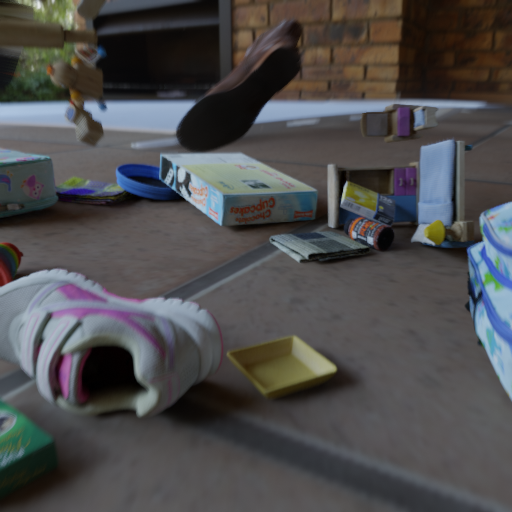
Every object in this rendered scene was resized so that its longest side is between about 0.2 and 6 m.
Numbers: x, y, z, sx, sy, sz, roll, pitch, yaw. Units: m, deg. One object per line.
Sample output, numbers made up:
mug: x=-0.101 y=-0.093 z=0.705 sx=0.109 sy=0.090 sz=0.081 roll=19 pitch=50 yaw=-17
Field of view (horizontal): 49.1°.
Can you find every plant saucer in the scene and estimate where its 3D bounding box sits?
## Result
plant saucer: x=0.224 y=1.046 z=5.175 sx=0.775 sy=0.188 sz=0.775 roll=-10 pitch=22 yaw=-26

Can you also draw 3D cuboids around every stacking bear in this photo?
stacking bear: x=-3.404 y=0.122 z=7.339 sx=0.674 sy=0.631 sz=1.110 roll=-2 pitch=14 yaw=-7

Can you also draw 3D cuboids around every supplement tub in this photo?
supplement tub: x=1.782 y=-0.368 z=8.974 sx=0.429 sy=0.429 sz=0.802 roll=-13 pitch=23 yaw=-33

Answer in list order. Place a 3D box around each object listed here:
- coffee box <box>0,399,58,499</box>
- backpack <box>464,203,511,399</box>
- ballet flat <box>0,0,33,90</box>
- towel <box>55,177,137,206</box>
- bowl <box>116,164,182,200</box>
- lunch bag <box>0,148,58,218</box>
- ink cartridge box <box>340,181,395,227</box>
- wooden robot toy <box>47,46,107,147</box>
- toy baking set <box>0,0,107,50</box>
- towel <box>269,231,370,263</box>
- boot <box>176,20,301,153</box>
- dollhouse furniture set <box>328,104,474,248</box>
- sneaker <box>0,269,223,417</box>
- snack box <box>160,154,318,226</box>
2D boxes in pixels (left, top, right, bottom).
coffee box: x=-2.043 y=1.379 z=4.094 sx=1.119 sy=0.246 sz=0.688 roll=14 pitch=24 yaw=38
backpack: x=2.891 y=0.340 z=4.799 sx=2.028 sy=1.629 sz=2.216 roll=-12 pitch=24 yaw=18
ballet flat: x=-3.356 y=-3.222 z=7.003 sx=0.959 sy=2.626 sz=0.959 roll=-2 pitch=51 yaw=2
towel: x=-3.643 y=-1.464 z=12.474 sx=2.214 sy=0.252 sz=1.590 roll=8 pitch=21 yaw=22
bowl: x=-2.302 y=-1.627 z=12.348 sx=1.576 sy=0.309 sz=1.576 roll=13 pitch=22 yaw=-6
lunch bag: x=-5.405 y=-1.448 z=11.033 sx=2.977 sy=1.148 sz=2.388 roll=17 pitch=23 yaw=41
ink cartridge box: x=1.878 y=-0.931 z=9.336 sx=0.893 sy=0.212 sz=0.904 roll=21 pitch=39 yaw=-1
wooden robot toy: x=-3.062 y=-2.779 z=9.240 sx=0.866 sy=1.965 sz=0.892 roll=-19 pitch=-21 yaw=40
toy baking set: x=-2.158 y=-2.878 z=5.601 sx=2.412 sy=1.851 sz=0.281 roll=-2 pitch=54 yaw=-25
towel: x=0.979 y=-0.141 z=8.755 sx=1.169 sy=0.210 sz=1.214 roll=-6 pitch=17 yaw=-25
boot: x=-0.221 y=-3.164 z=10.117 sx=2.581 sy=0.889 sz=2.769 roll=-31 pitch=27 yaw=19
dollhouse furniture set: x=2.224 y=-1.339 z=8.858 sx=1.612 sy=2.333 sz=2.471 roll=-3 pitch=7 yaw=-7
sneaker: x=-1.539 y=0.754 z=4.833 sx=2.358 sy=0.959 sz=1.040 roll=5 pitch=17 yaw=16
snack box: x=-0.486 y=-1.443 z=11.340 sx=1.974 sy=0.630 sz=3.398 roll=-6 pitch=23 yaw=-27
